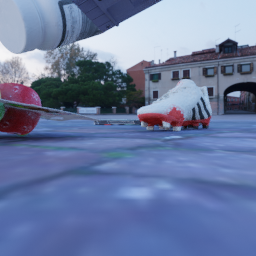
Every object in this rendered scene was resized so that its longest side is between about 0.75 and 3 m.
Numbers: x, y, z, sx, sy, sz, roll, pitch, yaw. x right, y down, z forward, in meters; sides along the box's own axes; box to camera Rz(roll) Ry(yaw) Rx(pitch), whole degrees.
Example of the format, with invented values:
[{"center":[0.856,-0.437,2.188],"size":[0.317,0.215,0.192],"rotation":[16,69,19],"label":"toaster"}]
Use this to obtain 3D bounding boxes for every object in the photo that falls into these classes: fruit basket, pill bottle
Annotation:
[{"center":[-1.848,-0.224,3.563],"size":[2.328,1.091,2.156],"rotation":[17,-8,-33],"label":"fruit basket"},{"center":[-1.769,-2.847,6.934],"size":[1.598,1.598,2.806],"rotation":[2,27,42],"label":"pill bottle"}]

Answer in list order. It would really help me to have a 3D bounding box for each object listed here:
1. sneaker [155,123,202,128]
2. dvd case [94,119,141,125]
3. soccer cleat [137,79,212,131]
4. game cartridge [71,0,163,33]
[{"center":[1.392,-0.288,8.139],"size":[1.421,0.540,1.027],"rotation":[-2,5,-28],"label":"sneaker"},{"center":[-0.106,-0.250,11.541],"size":[2.255,0.248,1.646],"rotation":[1,2,10],"label":"dvd case"},{"center":[1.115,-0.538,6.266],"size":[0.941,1.168,2.742],"rotation":[1,2,40],"label":"soccer cleat"},{"center":[0.052,-2.794,5.299],"size":[2.303,0.442,1.493],"rotation":[-20,-21,24],"label":"game cartridge"}]
